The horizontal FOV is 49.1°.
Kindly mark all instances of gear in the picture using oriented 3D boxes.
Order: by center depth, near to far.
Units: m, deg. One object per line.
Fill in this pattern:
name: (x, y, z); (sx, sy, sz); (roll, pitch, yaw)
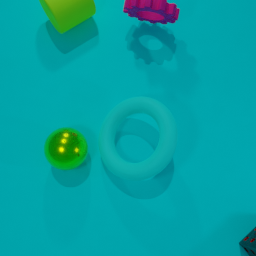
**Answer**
gear: (0.600, -3.044, 7.274); (1.428, 1.428, 0.264); (11, 97, 3)

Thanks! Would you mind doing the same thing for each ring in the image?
ring: (0.185, 0.222, 6.471); (1.976, 0.395, 1.976); (-7, 73, 26)

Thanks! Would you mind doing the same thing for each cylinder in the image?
cylinder: (-1.642, -3.351, 7.582); (1.145, 1.145, 1.145); (-34, 77, -9)

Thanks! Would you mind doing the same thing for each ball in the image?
ball: (-1.435, 0.481, 6.514); (1.007, 1.007, 1.007); (0, 74, 0)

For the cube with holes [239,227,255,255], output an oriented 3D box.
cube with holes: (3.246, 2.567, 5.920); (1.016, 1.016, 1.016); (-38, 77, -10)
